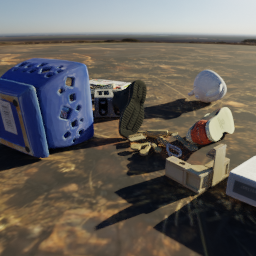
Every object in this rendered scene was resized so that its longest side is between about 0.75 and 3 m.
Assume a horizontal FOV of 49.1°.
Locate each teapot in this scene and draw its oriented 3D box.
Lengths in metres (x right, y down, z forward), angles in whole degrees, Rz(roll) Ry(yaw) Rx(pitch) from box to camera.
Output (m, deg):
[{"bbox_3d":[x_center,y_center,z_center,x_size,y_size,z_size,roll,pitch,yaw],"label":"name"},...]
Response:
[{"bbox_3d":[4.045,-1.980,14.461,1.369,1.874,1.850,-42,62,-7],"label":"teapot"}]

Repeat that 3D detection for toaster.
[{"bbox_3d":[-0.792,-1.162,12.933,1.513,0.993,1.674,-1,21,-5],"label":"toaster"}]

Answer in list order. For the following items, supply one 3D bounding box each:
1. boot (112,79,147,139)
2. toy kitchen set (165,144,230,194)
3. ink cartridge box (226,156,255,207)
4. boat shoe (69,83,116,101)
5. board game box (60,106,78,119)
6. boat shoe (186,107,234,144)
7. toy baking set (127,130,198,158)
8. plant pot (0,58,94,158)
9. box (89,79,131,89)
[{"bbox_3d":[-0.179,-0.609,11.184,0.941,2.430,1.681,34,-29,-29],"label":"boot"},{"bbox_3d":[1.947,0.854,7.716,1.350,1.102,1.218,-17,28,-37],"label":"toy kitchen set"},{"bbox_3d":[4.198,1.424,7.116,2.360,0.828,2.903,18,16,38],"label":"ink cartridge box"},{"bbox_3d":[-2.061,-1.922,14.975,2.892,0.905,1.029,0,23,3],"label":"boat shoe"},{"bbox_3d":[-2.697,-0.873,12.931,1.469,0.453,1.470,17,28,35],"label":"board game box"},{"bbox_3d":[3.103,-0.055,10.222,0.913,1.039,2.919,-20,2,39],"label":"boat shoe"},{"bbox_3d":[1.132,0.542,9.700,2.391,0.278,1.835,0,26,7],"label":"toy baking set"},{"bbox_3d":[-3.067,-0.691,9.509,2.800,2.800,2.518,15,32,32],"label":"plant pot"},{"bbox_3d":[-1.309,-2.536,17.095,2.612,0.454,1.438,11,24,25],"label":"box"}]
